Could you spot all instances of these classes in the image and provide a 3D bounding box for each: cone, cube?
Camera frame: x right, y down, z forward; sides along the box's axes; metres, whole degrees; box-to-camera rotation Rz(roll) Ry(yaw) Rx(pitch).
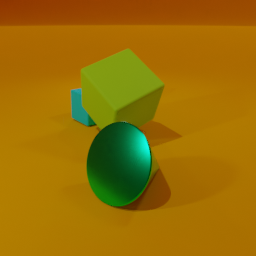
[{"bbox_3d":[0.213,0.674,5.039,1.359,1.359,1.364,19,2,39],"label":"cone"},{"bbox_3d":[-0.181,-0.755,6.606,1.351,1.351,1.351,-30,66,-24],"label":"cube"},{"bbox_3d":[-1.037,-0.645,7.967,0.849,0.849,0.849,-16,28,-39],"label":"cube"}]
